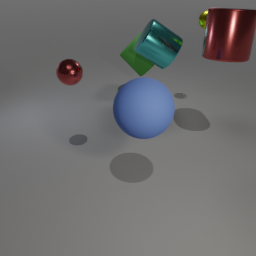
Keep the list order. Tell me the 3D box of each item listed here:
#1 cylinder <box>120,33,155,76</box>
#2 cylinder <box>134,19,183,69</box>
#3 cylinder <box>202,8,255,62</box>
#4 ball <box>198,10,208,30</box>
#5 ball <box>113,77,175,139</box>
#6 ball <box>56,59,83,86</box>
[{"bbox_3d":[0.586,-3.332,12.768,1.400,1.400,1.400,44,30,-11],"label":"cylinder"},{"bbox_3d":[1.170,-3.254,10.941,1.400,1.400,1.400,29,25,-16],"label":"cylinder"},{"bbox_3d":[2.979,-2.760,8.269,1.400,1.400,1.400,2,23,-1],"label":"cylinder"},{"bbox_3d":[2.971,-4.002,10.371,0.700,0.700,0.700,0,29,0],"label":"ball"},{"bbox_3d":[0.356,-0.446,6.405,1.400,1.400,1.400,0,29,0],"label":"ball"},{"bbox_3d":[-1.556,-1.486,7.471,0.700,0.700,0.700,0,29,0],"label":"ball"}]
